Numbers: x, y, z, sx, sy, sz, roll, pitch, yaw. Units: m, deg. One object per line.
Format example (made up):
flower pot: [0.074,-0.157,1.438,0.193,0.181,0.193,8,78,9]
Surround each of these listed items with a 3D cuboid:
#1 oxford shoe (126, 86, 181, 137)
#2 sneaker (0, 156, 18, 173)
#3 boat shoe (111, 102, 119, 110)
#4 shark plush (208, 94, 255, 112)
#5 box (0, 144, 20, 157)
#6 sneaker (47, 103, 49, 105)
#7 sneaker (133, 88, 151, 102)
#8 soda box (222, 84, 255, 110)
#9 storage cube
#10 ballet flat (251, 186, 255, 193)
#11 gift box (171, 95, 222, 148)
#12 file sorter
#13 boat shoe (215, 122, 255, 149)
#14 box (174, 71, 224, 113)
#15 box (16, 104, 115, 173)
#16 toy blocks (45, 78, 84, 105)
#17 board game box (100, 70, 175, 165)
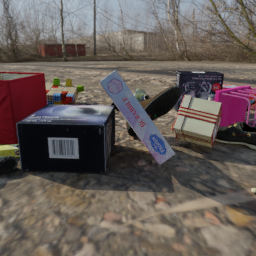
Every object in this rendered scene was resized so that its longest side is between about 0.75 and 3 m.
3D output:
oxford shoe: [0.805,-0.799,10.178,2.426,0.881,1.024,-37,41,17]
sneaker: [-3.673,1.069,7.354,0.573,0.545,1.446,0,6,40]
boat shoe: [-0.173,-1.097,14.033,1.675,0.625,0.522,11,29,38]
shark plush: [4.899,-1.064,12.939,2.752,1.146,1.250,-3,18,-11]
box: [-3.503,0.705,8.701,1.190,0.298,0.448,-6,18,-17]
sneaker: [-4.060,-0.948,12.945,1.050,1.015,2.516,1,16,-16]
sneaker: [0.776,-1.548,15.238,1.122,0.838,2.500,12,20,12]
soda box: [5.934,-1.761,15.364,0.942,1.040,2.971,-14,22,-37]
storage cube: [-4.471,-0.817,10.288,2.155,2.267,2.522,5,19,14]
ballet flat: [3.199,1.382,6.643,0.787,0.224,0.262,-11,20,-30]
gift box: [2.239,-0.126,9.271,1.389,1.372,1.487,16,-20,22]
file sorter: [4.619,-0.664,10.985,2.312,1.607,1.450,-13,25,-37]
boat shoe: [3.873,0.162,9.624,2.662,0.834,0.974,12,21,37]
box: [3.479,-1.795,13.941,2.143,1.952,1.116,0,17,0]
box: [-1.677,0.188,8.441,2.374,1.463,2.355,1,16,3]
toy blocks: [-3.930,-1.787,15.455,2.729,1.364,1.866,3,29,-1]
board game box: [0.162,-0.403,8.128,0.535,2.594,2.600,-36,9,2]
